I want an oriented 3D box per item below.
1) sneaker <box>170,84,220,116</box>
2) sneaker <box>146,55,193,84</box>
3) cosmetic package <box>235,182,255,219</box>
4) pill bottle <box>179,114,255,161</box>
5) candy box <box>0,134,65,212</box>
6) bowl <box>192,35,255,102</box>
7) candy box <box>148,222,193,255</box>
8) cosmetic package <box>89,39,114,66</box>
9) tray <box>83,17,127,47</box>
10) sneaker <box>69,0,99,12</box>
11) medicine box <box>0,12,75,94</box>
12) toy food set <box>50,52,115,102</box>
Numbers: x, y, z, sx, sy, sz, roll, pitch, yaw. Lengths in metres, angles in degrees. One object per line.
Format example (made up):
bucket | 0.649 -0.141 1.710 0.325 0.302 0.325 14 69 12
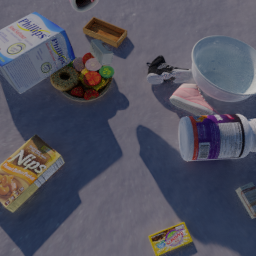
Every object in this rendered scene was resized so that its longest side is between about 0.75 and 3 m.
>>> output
sneaker | 2.359 -0.909 9.260 1.762 0.663 0.921 29 70 19
sneaker | 1.466 -2.119 9.932 1.684 0.636 0.959 -5 64 0
cosmetic package | 3.476 2.019 7.838 0.451 0.380 0.872 -20 63 -11
pill bottle | 2.772 0.260 8.251 2.369 1.320 1.320 -3 62 -1
candy box | -2.994 1.268 8.139 1.157 0.554 2.004 37 68 19
bowl | 3.198 -1.783 9.358 2.587 1.163 2.587 4 59 -7
candy box | 1.130 2.956 7.467 1.062 0.140 0.543 -18 65 -10
cosmetic package | -0.831 -2.348 8.669 0.369 0.437 0.846 -13 51 -32
tray | -0.903 -3.790 11.055 1.579 0.292 0.779 27 64 13
sneaker | -0.976 -4.621 8.325 0.985 2.618 1.368 18 43 -33
medicine box | -3.443 -2.670 9.646 2.353 1.211 2.143 -39 54 -18
toy food set | -1.531 -1.817 9.860 2.007 0.488 1.986 33 66 17
